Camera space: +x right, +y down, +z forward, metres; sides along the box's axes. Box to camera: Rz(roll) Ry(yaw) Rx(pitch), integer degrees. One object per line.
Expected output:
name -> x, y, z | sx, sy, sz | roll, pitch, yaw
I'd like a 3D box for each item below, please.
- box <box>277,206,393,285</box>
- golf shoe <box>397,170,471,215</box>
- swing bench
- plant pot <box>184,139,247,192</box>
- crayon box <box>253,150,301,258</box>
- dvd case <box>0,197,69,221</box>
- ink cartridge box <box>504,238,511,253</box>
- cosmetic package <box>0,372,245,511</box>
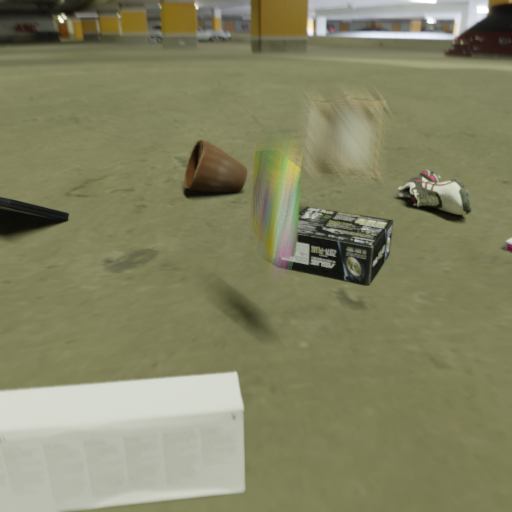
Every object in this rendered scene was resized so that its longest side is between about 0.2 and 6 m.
box -> 1.323, -0.215, 9.349 | 1.597, 0.688, 1.308 | 11, 27, 23
golf shoe -> 3.741, -1.207, 11.717 | 0.856, 0.750, 1.944 | -22, 23, -6
swing bench -> 1.520, -2.084, 9.906 | 0.853, 1.307, 1.314 | 0, 11, -24
plant pot -> -0.862, -1.893, 12.661 | 1.217, 1.138, 1.138 | 17, 19, -21
crayon box -> 0.227, -0.642, 6.700 | 0.309, 1.060, 0.914 | -6, 25, -16
dvd case -> -5.047, -1.038, 10.918 | 2.236, 0.196, 1.595 | 11, -1, 23
ink cartridge box -> 4.999, -0.230, 9.962 | 1.075, 0.226, 0.641 | -22, 33, -34
cosmetic package -> -1.295, 1.649, 4.962 | 2.342, 0.967, 0.593 | -3, 26, -7
